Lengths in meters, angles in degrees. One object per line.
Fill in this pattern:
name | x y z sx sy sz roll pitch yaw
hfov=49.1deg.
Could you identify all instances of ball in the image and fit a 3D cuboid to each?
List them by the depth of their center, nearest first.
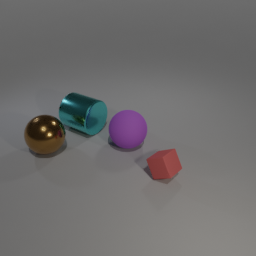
ball | -2.898 0.230 9.800 1.400 1.400 1.400 0 31 0
ball | -0.001 0.042 10.120 1.400 1.400 1.400 0 31 0

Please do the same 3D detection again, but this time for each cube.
cube | 1.131 1.121 8.715 0.700 0.700 0.700 -14 9 45

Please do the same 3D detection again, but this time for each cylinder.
cylinder | -1.769 -0.581 11.126 1.400 1.400 1.400 20 37 28
